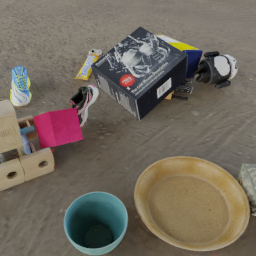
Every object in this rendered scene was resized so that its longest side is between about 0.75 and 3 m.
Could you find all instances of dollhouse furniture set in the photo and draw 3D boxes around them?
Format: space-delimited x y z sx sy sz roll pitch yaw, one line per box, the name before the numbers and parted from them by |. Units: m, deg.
dollhouse furniture set | -3.361 0.065 7.991 1.854 2.646 1.865 -19 47 -26

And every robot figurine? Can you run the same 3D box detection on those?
robot figurine | 3.907 -2.591 12.433 1.907 1.433 1.190 -14 28 -14

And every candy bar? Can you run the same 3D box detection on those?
candy bar | -1.978 -2.964 13.643 0.631 0.281 2.532 6 41 6

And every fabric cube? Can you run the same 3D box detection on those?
fabric cube | -2.218 0.001 8.946 1.054 1.051 1.034 -14 1 -44

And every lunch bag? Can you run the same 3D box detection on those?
lunch bag | 3.788 1.768 7.437 1.281 0.918 1.562 3 35 3

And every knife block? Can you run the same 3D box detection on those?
knife block | 1.548 -1.635 11.705 2.114 0.676 1.856 -18 42 -20

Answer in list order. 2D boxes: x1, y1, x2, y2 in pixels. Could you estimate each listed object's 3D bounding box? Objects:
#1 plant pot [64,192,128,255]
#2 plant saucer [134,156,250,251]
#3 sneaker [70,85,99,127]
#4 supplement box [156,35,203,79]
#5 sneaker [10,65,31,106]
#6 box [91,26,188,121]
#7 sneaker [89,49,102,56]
plant pot | -0.725 2.389 6.625 1.431 0.964 1.431 0 41 0
plant saucer | 1.632 1.971 7.486 2.953 0.523 2.953 0 40 0
sneaker | -1.726 -0.721 9.432 0.698 1.738 0.750 36 20 27
supplement box | 1.904 -3.301 12.965 1.365 1.374 2.509 -15 40 -41
sneaker | -4.545 -1.854 11.609 0.828 1.148 2.186 -11 40 -13
box | 0.458 -2.163 10.871 2.742 1.428 2.497 -42 62 -16
sneaker | -1.720 -4.037 14.822 0.339 0.411 0.895 26 46 27
